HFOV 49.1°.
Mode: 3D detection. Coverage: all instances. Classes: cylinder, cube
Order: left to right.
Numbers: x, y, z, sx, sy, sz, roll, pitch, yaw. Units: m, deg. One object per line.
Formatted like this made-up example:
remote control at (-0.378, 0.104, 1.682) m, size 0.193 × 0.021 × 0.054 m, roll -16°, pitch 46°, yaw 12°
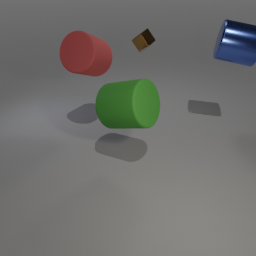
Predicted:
cylinder at (-1.454, -2.580, 9.910) m, size 1.400 × 1.400 × 1.400 m, roll 12°, pitch 10°, yaw 20°
cylinder at (0.010, -0.682, 8.249) m, size 1.400 × 1.400 × 1.400 m, roll 0°, pitch 23°, yaw 37°
cube at (0.752, -4.209, 13.463) m, size 0.700 × 0.700 × 0.700 m, roll -19°, pitch 24°, yaw 50°
cylinder at (3.974, -3.054, 10.104) m, size 1.400 × 1.400 × 1.400 m, roll 14°, pitch 31°, yaw 6°
